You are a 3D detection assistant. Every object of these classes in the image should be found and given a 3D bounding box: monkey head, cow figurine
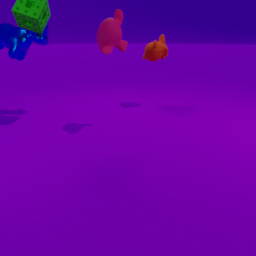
[{"bbox_3d":[-0.366,-2.408,7.438,0.936,1.301,0.784,21,-11,-17],"label":"monkey head"},{"bbox_3d":[1.027,-3.017,10.497,0.846,1.010,1.404,0,-8,-15],"label":"monkey head"},{"bbox_3d":[-3.468,-3.046,9.126,1.683,1.656,0.924,31,8,1],"label":"cow figurine"}]

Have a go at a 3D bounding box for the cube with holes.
[{"bbox_3d":[-2.673,-3.216,7.812,0.705,0.705,0.705,18,-17,-2],"label":"cube with holes"}]
